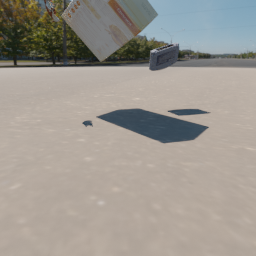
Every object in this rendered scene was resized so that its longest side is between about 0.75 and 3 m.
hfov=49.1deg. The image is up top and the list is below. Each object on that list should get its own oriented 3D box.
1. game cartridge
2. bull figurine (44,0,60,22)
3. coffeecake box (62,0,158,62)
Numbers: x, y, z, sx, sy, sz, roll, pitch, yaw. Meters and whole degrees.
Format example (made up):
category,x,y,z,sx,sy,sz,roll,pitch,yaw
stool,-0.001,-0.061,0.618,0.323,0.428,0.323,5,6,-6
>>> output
category,x,y,z,sx,sy,sz,roll,pitch,yaw
game cartridge,1.364,-2.663,10.637,1.321,0.879,0.270,-24,46,-26
bull figurine,-2.615,-4.071,9.522,0.303,0.931,0.565,-26,1,-15
coffeecake box,-0.735,-3.884,9.686,1.056,2.219,2.890,-51,19,-27
